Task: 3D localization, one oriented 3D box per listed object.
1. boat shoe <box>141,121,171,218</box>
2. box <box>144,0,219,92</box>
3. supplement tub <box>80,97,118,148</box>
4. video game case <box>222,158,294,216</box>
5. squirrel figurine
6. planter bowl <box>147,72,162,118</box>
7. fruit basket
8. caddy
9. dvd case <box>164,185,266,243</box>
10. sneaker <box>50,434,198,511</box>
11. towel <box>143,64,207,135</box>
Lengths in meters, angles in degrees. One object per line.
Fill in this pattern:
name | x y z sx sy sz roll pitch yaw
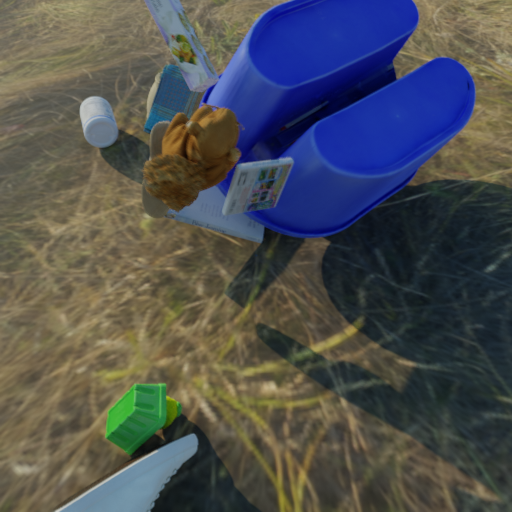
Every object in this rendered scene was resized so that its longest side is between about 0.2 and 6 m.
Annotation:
boat shoe | -1.540 -1.437 9.303 0.585 1.626 0.527 10 23 2
box | -1.251 -3.566 8.827 0.389 2.012 0.417 -27 0 25
supplement tub | -3.596 -3.054 12.789 0.755 0.755 1.144 -13 43 -14
video game case | 0.016 -1.075 8.784 0.961 1.055 0.125 -12 57 -27
squirrel figurine | -0.807 -1.340 7.795 1.635 1.157 1.526 -55 18 -13
planter bowl | -1.878 -3.793 13.383 1.572 1.058 1.572 0 43 0
fruit basket | -1.358 2.079 7.217 0.964 0.964 0.695 -4 42 -5
caddy | 1.445 -2.650 10.584 5.325 2.795 3.764 -33 86 -30
dvd case | -0.781 -1.102 10.443 2.098 0.184 1.497 15 52 -9
sneaker | -1.393 2.818 6.570 1.881 0.685 0.796 -24 81 -35
towel | -1.316 -3.177 12.371 2.229 1.634 0.242 23 7 16
